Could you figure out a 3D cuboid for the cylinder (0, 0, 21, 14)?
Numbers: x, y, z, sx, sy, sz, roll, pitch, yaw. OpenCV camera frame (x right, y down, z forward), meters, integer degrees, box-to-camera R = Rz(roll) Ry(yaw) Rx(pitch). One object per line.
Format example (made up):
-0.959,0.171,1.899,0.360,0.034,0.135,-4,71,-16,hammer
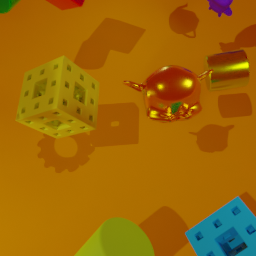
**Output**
-2.779,-3.242,6.234,0.974,0.974,0.974,18,57,8,cylinder

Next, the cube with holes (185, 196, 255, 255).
1.712,1.914,4.283,1.013,1.013,1.013,-37,40,6,cube with holes

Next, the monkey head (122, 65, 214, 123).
0.648,-0.530,4.472,1.443,1.038,0.870,-9,92,-7,monkey head

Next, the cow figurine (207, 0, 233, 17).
2.728,-3.659,7.036,0.844,1.514,1.538,44,64,12,cow figurine

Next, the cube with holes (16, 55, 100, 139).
-1.488,-0.603,6.148,1.189,1.189,1.189,-13,63,30,cube with holes

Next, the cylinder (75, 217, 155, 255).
-0.282,2.297,4.788,1.091,1.091,1.091,47,117,19,cylinder

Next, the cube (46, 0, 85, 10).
-1.720,-3.898,7.124,1.202,1.202,1.202,21,91,49,cube

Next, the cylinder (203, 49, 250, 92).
2.130,-1.250,6.128,0.810,0.810,0.810,-8,65,9,cylinder
